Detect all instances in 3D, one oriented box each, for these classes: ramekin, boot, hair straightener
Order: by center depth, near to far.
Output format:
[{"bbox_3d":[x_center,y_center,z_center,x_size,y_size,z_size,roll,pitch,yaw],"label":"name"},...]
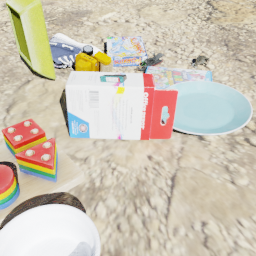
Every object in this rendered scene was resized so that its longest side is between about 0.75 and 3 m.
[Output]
[{"bbox_3d":[-1.263,2.151,4.464,1.694,0.826,1.694,0,37,0],"label":"ramekin"},{"bbox_3d":[-2.151,-2.718,11.029,2.746,0.999,1.241,26,64,20],"label":"boot"},{"bbox_3d":[0.895,-2.730,11.201,0.325,0.611,1.587,30,46,33],"label":"hair straightener"}]

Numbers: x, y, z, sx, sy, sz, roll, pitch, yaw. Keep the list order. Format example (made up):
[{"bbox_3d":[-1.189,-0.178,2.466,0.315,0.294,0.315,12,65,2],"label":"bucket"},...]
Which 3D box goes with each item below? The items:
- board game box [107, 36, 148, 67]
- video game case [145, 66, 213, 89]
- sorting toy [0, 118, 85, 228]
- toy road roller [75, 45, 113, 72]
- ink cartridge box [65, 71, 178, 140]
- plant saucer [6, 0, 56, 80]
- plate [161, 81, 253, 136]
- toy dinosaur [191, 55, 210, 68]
[{"bbox_3d":[-0.091,-3.385,12.231,1.650,0.420,2.438,-3,37,-4],"label":"board game box"},{"bbox_3d":[1.801,-1.718,10.169,2.446,0.218,1.750,7,37,9],"label":"video game case"},{"bbox_3d":[-2.532,0.804,6.300,2.256,0.785,2.242,-26,44,-31],"label":"sorting toy"},{"bbox_3d":[-1.287,-2.213,10.052,1.359,0.835,0.992,29,59,10],"label":"toy road roller"},{"bbox_3d":[-0.168,-0.575,7.443,2.736,1.590,0.920,2,34,-2],"label":"ink cartridge box"},{"bbox_3d":[-3.607,-3.385,10.105,0.664,2.775,2.771,-22,41,-24],"label":"plant saucer"},{"bbox_3d":[2.202,-0.585,8.430,2.849,0.364,2.849,-3,38,3],"label":"plate"},{"bbox_3d":[3.035,-2.821,11.486,0.572,0.431,1.119,21,44,16],"label":"toy dinosaur"}]
